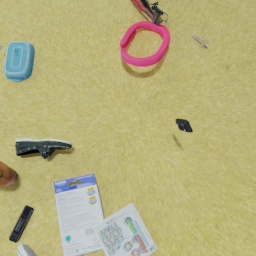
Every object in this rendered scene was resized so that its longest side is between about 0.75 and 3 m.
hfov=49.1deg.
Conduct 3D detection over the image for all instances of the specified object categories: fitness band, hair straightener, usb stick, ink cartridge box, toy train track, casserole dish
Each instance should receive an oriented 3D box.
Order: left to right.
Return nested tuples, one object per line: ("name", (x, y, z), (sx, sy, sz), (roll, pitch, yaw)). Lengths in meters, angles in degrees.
("casserole dish", (-4.130, -2.594, 10.557), (1.063, 0.340, 1.754), (1, 73, 0))
("usb stick", (-3.424, 3.068, 8.993), (0.322, 0.189, 1.161), (24, 75, 0))
("ink cartridge box", (-1.501, 2.745, 8.933), (1.402, 0.493, 2.350), (-12, 77, -5))
("fitness band", (0.647, -3.156, 10.421), (1.667, 0.434, 2.321), (20, 57, 11))
("hair straightener", (0.936, -4.792, 10.982), (0.815, 0.433, 2.118), (-32, 63, -10))
("toy train track", (2.814, -3.383, 10.900), (0.824, 0.134, 0.472), (43, 85, 17))

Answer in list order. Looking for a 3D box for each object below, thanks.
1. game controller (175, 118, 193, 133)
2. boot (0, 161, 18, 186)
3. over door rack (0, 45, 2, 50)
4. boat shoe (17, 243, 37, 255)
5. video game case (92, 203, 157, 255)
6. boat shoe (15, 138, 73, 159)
("game controller", (1.711, -0.075, 8.562), (0.179, 0.850, 0.443), (-39, 103, -7))
("boot", (-4.870, 1.093, 8.598), (2.611, 2.027, 1.001), (25, 75, 7))
("over door rack", (-5.193, -2.723, 10.537), (0.768, 0.346, 1.040), (19, 96, 6))
("boat shoe", (-2.833, 4.447, 8.362), (0.694, 0.705, 1.989), (-37, 84, -13))
("video game case", (-0.082, 3.396, 8.625), (1.473, 0.192, 1.618), (-25, 81, -24))
("boat shoe", (-2.848, 0.719, 9.383), (1.991, 0.744, 0.660), (2, 74, 2))
